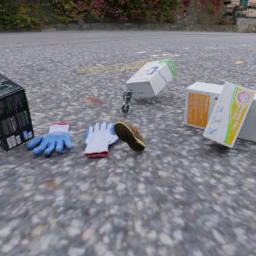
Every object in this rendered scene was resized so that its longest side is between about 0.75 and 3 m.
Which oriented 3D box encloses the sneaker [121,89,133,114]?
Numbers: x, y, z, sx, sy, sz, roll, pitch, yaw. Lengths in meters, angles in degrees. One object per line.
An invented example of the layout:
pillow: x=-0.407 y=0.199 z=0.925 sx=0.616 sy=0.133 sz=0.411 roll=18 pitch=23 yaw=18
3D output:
sneaker: x=-0.043 y=-0.928 z=9.860 sx=0.352 sy=0.906 sz=0.391 roll=14 pitch=-8 yaw=6

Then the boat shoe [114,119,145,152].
boat shoe: x=0.041 y=0.143 z=7.117 sx=0.430 sy=1.194 sz=0.403 roll=-19 pitch=45 yaw=28

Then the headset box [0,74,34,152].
headset box: x=-3.555 y=-0.552 z=7.592 sx=1.873 sy=1.631 sz=0.869 roll=28 pitch=43 yaw=31

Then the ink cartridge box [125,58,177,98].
ink cartridge box: x=0.951 y=-2.002 z=11.325 sx=1.281 sy=0.771 sz=1.762 roll=3 pitch=42 yaw=45

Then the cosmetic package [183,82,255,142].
cosmetic package: x=3.042 y=-0.519 z=8.463 sx=2.531 sy=1.284 sz=0.902 roll=15 pitch=28 yaw=32

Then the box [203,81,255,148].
box: x=2.631 y=-0.341 z=7.314 sx=0.775 sy=1.529 sz=0.860 roll=23 pitch=6 yaw=18

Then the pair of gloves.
pair of gloves: x=-1.381 y=0.247 z=7.863 sx=2.596 sy=0.296 sz=2.087 roll=-2 pitch=23 yaw=1
